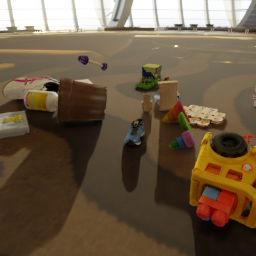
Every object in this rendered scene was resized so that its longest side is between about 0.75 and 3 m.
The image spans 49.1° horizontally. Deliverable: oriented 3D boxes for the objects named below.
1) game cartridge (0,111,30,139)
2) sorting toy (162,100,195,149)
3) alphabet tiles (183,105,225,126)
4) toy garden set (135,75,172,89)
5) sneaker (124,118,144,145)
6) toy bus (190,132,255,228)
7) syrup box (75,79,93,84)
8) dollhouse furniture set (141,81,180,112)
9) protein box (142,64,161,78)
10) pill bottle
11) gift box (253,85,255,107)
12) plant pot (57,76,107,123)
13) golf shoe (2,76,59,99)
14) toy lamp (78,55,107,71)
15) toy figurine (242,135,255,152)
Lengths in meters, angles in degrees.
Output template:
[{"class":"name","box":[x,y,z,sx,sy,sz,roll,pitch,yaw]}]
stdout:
[{"class":"game cartridge","box":[-4.605,-0.178,10.982,1.287,0.391,1.931,-13,27,-19]},{"class":"sorting toy","box":[1.779,-0.037,10.414,1.005,1.012,2.919,-25,22,17]},{"class":"alphabet tiles","box":[3.044,-0.605,12.134,2.157,0.157,2.109,13,28,26]},{"class":"toy garden set","box":[1.575,-2.757,16.588,1.616,0.387,1.938,12,27,25]},{"class":"sneaker","box":[0.231,0.098,9.950,0.605,0.687,1.541,5,25,11]},{"class":"toy bus","box":[2.506,1.399,6.302,2.326,1.578,2.233,15,42,25]},{"class":"syrup box","box":[-2.127,-1.894,14.248,0.768,0.743,1.887,-9,25,-19]},{"class":"dollhouse furniture set","box":[1.527,-1.679,13.074,1.793,1.240,1.900,-3,20,5]},{"class":"protein box","box":[1.575,-3.809,18.564,0.978,0.664,0.985,13,27,26]},{"class":"pill bottle","box":[-3.723,-1.214,12.601,1.696,0.884,0.884,7,25,16]},{"class":"gift box","box":[6.477,-1.469,12.682,1.250,1.339,1.235,-6,20,-9]},{"class":"plant pot","box":[-1.842,-1.072,11.389,1.858,1.877,1.877,5,24,-9]},{"class":"golf shoe","box":[-4.791,-2.040,14.211,2.896,1.051,1.334,-19,30,-35]},{"class":"toy lamp","box":[-1.677,-3.106,13.330,1.562,0.455,0.455,7,14,-45]},{"class":"toy figurine","box":[3.634,0.471,9.077,1.532,0.808,0.918,-5,20,-12]}]
